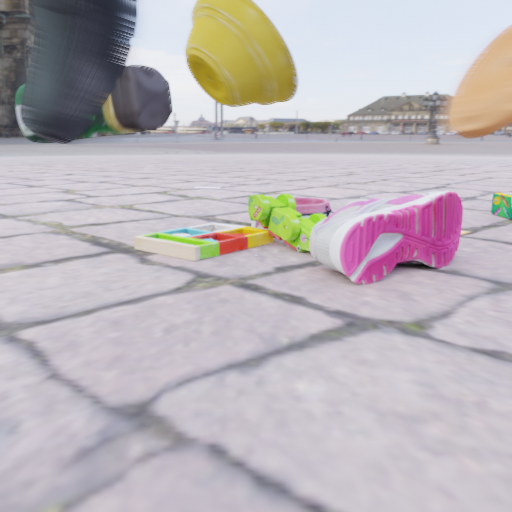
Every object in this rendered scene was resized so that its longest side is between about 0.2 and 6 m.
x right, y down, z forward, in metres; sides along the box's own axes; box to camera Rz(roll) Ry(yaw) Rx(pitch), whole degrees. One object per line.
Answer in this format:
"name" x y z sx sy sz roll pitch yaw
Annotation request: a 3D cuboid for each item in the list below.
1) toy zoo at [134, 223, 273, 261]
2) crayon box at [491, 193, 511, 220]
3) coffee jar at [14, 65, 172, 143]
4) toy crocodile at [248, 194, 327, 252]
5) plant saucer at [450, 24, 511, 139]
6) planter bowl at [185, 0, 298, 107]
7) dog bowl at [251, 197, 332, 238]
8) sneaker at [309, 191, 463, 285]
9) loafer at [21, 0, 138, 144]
"toy zoo" -0.710 -0.287 9.157 1.404 0.219 2.140 10 16 40
"crayon box" 6.134 -1.075 12.097 1.692 0.493 1.005 -1 12 -3
"coffee jar" -2.220 -2.080 7.735 2.017 0.860 1.052 -1 13 22
"toy crocodile" 0.493 -0.508 9.000 0.727 0.665 2.152 -7 30 -35
"plant saucer" 3.761 -2.796 8.391 0.363 2.246 2.246 32 5 -15
"planter bowl" -0.484 -3.230 9.343 0.972 2.333 2.333 -45 27 -12
"dog bowl" 0.682 -0.738 10.376 1.586 0.585 1.586 0 13 0
"sneaker" 1.790 -0.381 7.619 2.639 1.074 1.164 -8 17 -35
"loafer" -1.447 -2.390 4.427 1.067 3.041 1.033 2 30 -45
